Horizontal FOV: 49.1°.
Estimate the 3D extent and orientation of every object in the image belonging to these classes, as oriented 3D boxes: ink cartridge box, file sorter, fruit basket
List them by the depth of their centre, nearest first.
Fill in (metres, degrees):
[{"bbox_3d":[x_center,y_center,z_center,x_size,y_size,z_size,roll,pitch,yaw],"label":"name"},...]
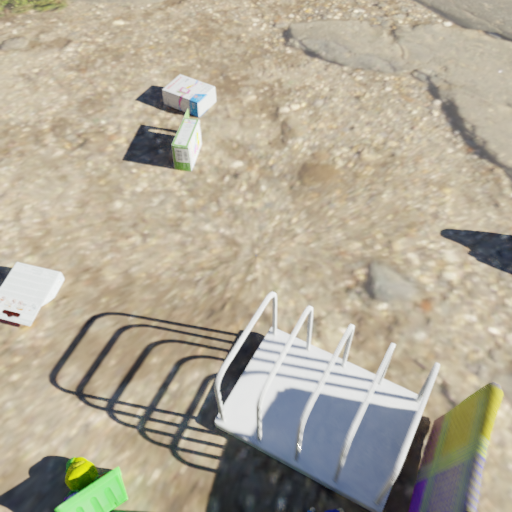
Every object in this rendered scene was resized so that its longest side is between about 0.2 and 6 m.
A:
[{"bbox_3d":[-2.360,3.206,7.817,1.028,0.741,1.028,5,64,-10],"label":"fruit basket"},{"bbox_3d":[0.964,1.976,8.073,2.718,1.693,1.886,23,57,18],"label":"file sorter"},{"bbox_3d":[-4.171,0.721,10.140,0.931,0.275,1.163,13,57,10],"label":"ink cartridge box"},{"bbox_3d":[-1.504,-2.615,12.584,0.401,0.701,1.351,8,51,6],"label":"ink cartridge box"},{"bbox_3d":[-1.661,-3.967,13.857,1.091,0.462,0.788,24,55,20],"label":"ink cartridge box"}]

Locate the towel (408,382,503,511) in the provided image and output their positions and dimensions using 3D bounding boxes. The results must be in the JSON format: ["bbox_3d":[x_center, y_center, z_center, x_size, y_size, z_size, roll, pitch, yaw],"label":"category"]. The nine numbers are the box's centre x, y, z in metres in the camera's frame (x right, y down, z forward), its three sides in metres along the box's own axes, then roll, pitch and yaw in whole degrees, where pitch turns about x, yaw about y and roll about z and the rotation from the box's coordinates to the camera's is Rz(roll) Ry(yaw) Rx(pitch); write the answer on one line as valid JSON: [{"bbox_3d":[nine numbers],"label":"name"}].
[{"bbox_3d":[2.524,2.926,7.301,0.282,1.777,2.474,27,55,4],"label":"towel"}]

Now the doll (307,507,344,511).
[{"bbox_3d":[0.879,3.635,7.460,0.831,0.201,0.567,3,51,-38],"label":"doll"}]
